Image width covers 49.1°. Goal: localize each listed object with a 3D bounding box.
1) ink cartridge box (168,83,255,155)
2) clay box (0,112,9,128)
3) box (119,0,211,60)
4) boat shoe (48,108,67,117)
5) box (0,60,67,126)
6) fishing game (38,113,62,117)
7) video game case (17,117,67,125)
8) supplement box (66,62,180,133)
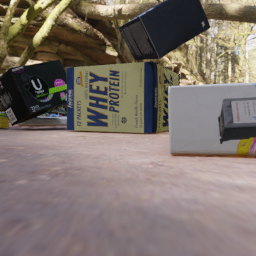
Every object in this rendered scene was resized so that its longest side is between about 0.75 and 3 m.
[{"bbox_3d":[1.471,-0.124,3.490,1.884,0.806,1.390,-1,3,11],"label":"ink cartridge box"},{"bbox_3d":[-4.755,-0.227,8.299,2.138,0.509,1.228,-1,2,-30],"label":"clay box"},{"bbox_3d":[0.690,-2.143,6.000,1.238,0.893,1.668,-32,19,-7],"label":"box"},{"bbox_3d":[-3.961,-0.810,16.140,2.423,0.859,0.873,-3,4,-44],"label":"boat shoe"},{"bbox_3d":[-2.642,-1.058,8.120,1.122,1.340,1.805,-20,7,38],"label":"box"},{"bbox_3d":[-3.526,-0.574,10.654,1.789,0.388,2.498,2,3,4],"label":"fishing game"},{"bbox_3d":[-3.015,-0.319,11.910,2.835,0.326,2.583,-1,3,-12],"label":"video game case"},{"bbox_3d":[-0.024,-0.746,7.624,2.392,1.606,2.390,1,3,25],"label":"supplement box"}]
